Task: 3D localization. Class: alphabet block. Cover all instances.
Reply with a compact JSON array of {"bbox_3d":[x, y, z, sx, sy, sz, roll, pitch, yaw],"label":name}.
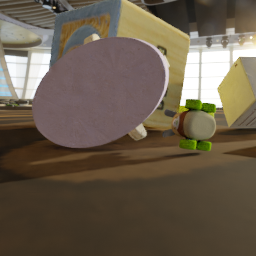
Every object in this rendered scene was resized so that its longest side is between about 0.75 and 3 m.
[{"bbox_3d":[-0.275,-1.403,7.138,2.522,2.536,2.582,12,4,44],"label":"alphabet block"}]

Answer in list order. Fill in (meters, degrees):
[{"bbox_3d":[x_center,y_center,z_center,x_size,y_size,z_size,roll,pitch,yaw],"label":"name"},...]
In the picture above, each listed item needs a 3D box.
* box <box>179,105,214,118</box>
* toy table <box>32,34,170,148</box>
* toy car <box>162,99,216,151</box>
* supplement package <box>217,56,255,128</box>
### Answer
[{"bbox_3d":[1.322,-0.475,9.762,2.803,0.668,1.709,-2,4,-11],"label":"box"},{"bbox_3d":[-0.316,-0.577,4.506,2.187,2.010,1.281,-12,11,20],"label":"toy table"},{"bbox_3d":[0.759,-0.057,3.935,0.619,0.645,0.785,7,1,-38],"label":"toy car"},{"bbox_3d":[4.149,-0.992,7.988,2.544,1.487,1.492,-1,-29,-10],"label":"supplement package"}]
